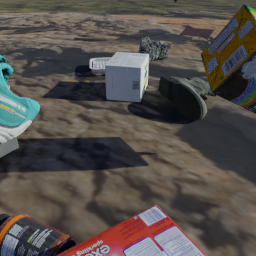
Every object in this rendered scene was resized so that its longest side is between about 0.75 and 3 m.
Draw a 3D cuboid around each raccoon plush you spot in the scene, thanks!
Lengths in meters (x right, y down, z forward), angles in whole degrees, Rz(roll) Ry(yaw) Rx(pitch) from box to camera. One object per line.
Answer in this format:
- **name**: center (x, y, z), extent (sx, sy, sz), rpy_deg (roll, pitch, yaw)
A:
- **raccoon plush**: center (1.364, -3.608, 14.327), extent (1.658, 1.197, 2.474), rpy_deg (11, 56, -5)

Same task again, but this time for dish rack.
- **dish rack**: center (-0.806, -2.936, 13.343), extent (2.030, 0.442, 1.742), rpy_deg (-3, 32, -6)

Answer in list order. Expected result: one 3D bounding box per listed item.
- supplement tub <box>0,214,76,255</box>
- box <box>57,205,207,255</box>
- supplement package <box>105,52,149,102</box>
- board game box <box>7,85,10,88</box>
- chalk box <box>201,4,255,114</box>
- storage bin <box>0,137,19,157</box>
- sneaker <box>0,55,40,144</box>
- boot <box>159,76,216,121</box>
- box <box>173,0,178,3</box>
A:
- **supplement tub**: center (-1.669, 1.952, 4.710), extent (1.493, 0.799, 0.799), rpy_deg (15, 34, 24)
- **box**: center (-0.231, 2.278, 3.752), extent (2.474, 1.181, 1.233), rpy_deg (-19, 35, -28)
- **supplement package**: center (0.005, -2.026, 10.874), extent (1.347, 1.357, 1.788), rpy_deg (6, 31, 10)
- **board game box**: center (-5.425, -1.022, 10.277), extent (1.952, 0.252, 1.951), rpy_deg (-9, 32, -13)
- **chalk box**: center (3.000, -1.237, 6.025), extent (2.308, 1.441, 1.431), rpy_deg (20, 46, -22)
- **storage bin**: center (-4.459, 0.269, 7.316), extent (2.204, 1.040, 2.220), rpy_deg (20, 35, 31)
- **sneaker**: center (-2.140, -0.764, 3.998), extent (0.874, 0.851, 2.195), rpy_deg (-40, 83, -16)
- **boot**: center (2.493, -1.282, 10.109), extent (1.874, 0.971, 2.868), rpy_deg (-6, 32, -19)
- **box**: center (1.164, -3.542, 6.561), extent (0.727, 0.799, 0.416), rpy_deg (-43, 9, 6)
